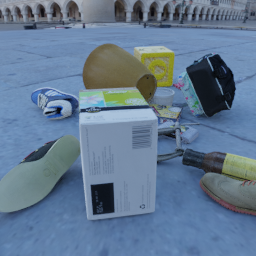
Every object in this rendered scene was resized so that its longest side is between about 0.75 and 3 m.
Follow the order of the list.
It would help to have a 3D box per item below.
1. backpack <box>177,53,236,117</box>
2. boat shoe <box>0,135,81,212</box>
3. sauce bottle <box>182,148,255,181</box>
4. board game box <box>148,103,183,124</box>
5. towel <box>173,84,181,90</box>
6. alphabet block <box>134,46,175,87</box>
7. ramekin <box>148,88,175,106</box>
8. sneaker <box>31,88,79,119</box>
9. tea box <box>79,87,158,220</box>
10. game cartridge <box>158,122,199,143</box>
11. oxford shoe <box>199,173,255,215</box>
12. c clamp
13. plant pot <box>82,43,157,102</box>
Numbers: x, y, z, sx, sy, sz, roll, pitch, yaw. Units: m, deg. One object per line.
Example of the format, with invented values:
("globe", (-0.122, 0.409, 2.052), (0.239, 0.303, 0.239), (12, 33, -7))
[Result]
("backpack", (3.549, -1.898, 12.171), (2.102, 2.479, 2.792), (-20, 12, 38))
("boat shoe", (-2.434, 1.207, 7.541), (0.898, 1.049, 2.867), (-23, 15, 42))
("sauce bottle", (2.779, 1.093, 7.775), (2.522, 0.816, 0.816), (15, 29, 25))
("board game box", (1.237, -0.630, 12.027), (1.963, 0.340, 1.330), (10, 27, 19))
("towel", (3.174, -2.376, 16.018), (0.826, 0.128, 1.142), (-8, 26, -19))
("alphabet block", (1.457, -3.629, 16.478), (2.004, 2.014, 2.052), (-6, 26, -9))
("ramekin", (1.515, -1.392, 13.244), (1.320, 0.693, 1.320), (1, 25, 0))
("sneaker", (-3.467, -1.053, 12.154), (2.435, 0.981, 1.783), (11, 23, 11))
("tea box", (-0.352, 0.485, 7.090), (1.662, 2.488, 2.448), (-4, 25, -9))
("game cartridge", (1.834, 0.134, 10.501), (1.468, 0.300, 0.977), (17, 26, 33))
("oxford shoe", (3.085, 1.493, 6.658), (2.780, 1.040, 0.979), (17, 30, 32))
("c clamp", (1.432, 0.393, 9.473), (1.976, 0.313, 2.313), (-4, 30, 15))
("plant pot", (-0.175, -2.207, 12.749), (2.720, 2.720, 2.919), (-19, 34, -34))
